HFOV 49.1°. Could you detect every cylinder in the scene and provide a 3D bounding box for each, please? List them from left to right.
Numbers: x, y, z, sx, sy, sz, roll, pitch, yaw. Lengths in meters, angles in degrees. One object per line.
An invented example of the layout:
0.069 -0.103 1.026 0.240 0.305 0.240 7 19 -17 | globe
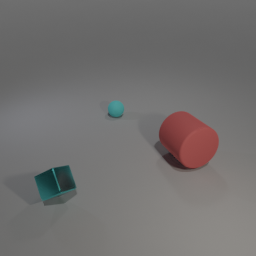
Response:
1.914 0.346 8.981 1.400 1.400 1.400 -11 28 -19 | cylinder

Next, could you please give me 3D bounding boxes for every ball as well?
-0.512 -0.822 11.968 0.700 0.700 0.700 0 30 0 | ball

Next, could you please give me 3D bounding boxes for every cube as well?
-1.941 1.472 7.531 0.700 0.700 0.700 -26 -11 23 | cube
